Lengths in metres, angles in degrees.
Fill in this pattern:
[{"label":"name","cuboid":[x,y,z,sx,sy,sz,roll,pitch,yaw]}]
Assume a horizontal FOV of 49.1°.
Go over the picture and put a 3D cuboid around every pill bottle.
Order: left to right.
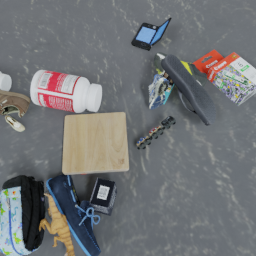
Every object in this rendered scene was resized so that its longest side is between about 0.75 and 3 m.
[{"label":"pill bottle","cuboid":[-5.313,-1.823,10.505,1.664,0.934,0.934,14,62,6]},{"label":"pill bottle","cuboid":[-2.147,-1.257,9.984,2.284,1.282,1.282,12,62,6]}]

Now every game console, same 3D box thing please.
[{"label":"game console","cuboid":[0.978,-4.077,11.785,1.285,0.850,1.461,21,63,11]}]

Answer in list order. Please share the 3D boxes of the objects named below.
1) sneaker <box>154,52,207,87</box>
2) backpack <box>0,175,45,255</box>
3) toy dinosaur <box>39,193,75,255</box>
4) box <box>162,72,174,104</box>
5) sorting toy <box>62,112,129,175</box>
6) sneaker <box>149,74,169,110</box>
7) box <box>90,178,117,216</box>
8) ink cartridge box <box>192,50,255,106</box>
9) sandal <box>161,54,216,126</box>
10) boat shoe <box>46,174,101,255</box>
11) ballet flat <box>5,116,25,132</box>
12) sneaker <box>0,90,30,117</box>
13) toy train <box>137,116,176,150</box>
[{"label":"sneaker","cuboid":[2.027,-2.205,10.860,2.308,0.860,0.977,41,62,10]},{"label":"backpack","cuboid":[-3.002,2.534,7.875,1.519,1.611,1.975,-22,70,-2]},{"label":"toy dinosaur","cuboid":[-1.829,2.388,7.299,1.233,2.321,0.701,3,26,44]},{"label":"box","cuboid":[1.383,-1.536,10.330,0.512,0.306,1.245,27,97,8]},{"label":"sorting toy","cuboid":[-1.046,0.574,9.304,2.043,0.715,2.055,-3,61,-1]},{"label":"sneaker","cuboid":[1.008,-1.281,9.896,0.557,1.445,0.615,-14,53,-29]},{"label":"box","cuboid":[-0.698,2.054,8.283,0.565,1.082,0.801,12,61,6]},{"label":"ink cartridge box","cuboid":[3.884,-2.192,10.856,1.383,0.639,2.539,-34,68,-17]},{"label":"sandal","cuboid":[2.084,-1.282,9.687,1.059,0.596,2.786,-32,85,-45]},{"label":"boat shoe","cuboid":[-1.450,2.384,8.112,0.926,1.135,2.696,-29,67,-19]},{"label":"ballet flat","cuboid":[-4.052,-0.156,9.962,0.871,0.272,0.294,30,66,15]},{"label":"sneaker","cuboid":[-4.685,-0.903,10.102,2.159,0.760,0.815,6,65,4]},{"label":"toy train","cuboid":[0.907,0.151,9.349,1.597,0.272,0.366,-40,47,-1]}]
